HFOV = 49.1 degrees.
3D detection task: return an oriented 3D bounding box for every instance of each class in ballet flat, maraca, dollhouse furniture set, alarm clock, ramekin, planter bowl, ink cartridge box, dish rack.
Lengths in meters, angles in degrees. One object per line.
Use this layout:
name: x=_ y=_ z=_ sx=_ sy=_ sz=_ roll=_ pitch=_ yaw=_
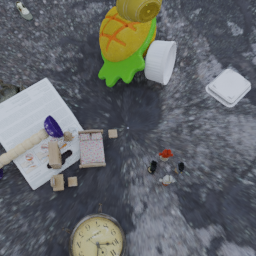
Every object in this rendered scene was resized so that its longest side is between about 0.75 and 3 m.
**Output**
ballet flat: x=-3.700 y=-4.154 z=9.882 sx=0.307 sy=0.290 sz=0.910 roll=-35 pitch=67 yaw=-17
maraca: x=-0.071 y=-2.547 z=8.331 sx=1.950 sy=1.522 sz=2.845 roll=-7 pitch=66 yaw=39
dollhouse furniture set: x=-1.027 y=0.705 z=6.884 sx=1.712 sy=0.836 sz=1.460 roll=-5 pitch=74 yaw=-9
alarm clock: x=-0.550 y=2.679 z=6.045 sx=1.234 sy=0.609 sz=1.829 roll=-29 pitch=64 yaw=-15
ramekin: x=0.945 y=-1.937 z=8.181 sx=0.613 sy=1.258 sz=1.258 roll=16 pitch=63 yaw=16
planter bowl: x=0.381 y=-2.817 z=6.438 sx=1.221 sy=1.221 sz=0.509 roll=-22 pitch=66 yaw=-11
ink cartridge box: x=-2.356 y=0.128 z=7.585 sx=1.950 sy=0.576 sz=2.436 roll=-35 pitch=84 yaw=-17
dish rack: x=3.028 y=-1.260 z=8.361 sx=1.174 sy=0.256 sz=1.007 roll=-40 pitch=68 yaw=-20

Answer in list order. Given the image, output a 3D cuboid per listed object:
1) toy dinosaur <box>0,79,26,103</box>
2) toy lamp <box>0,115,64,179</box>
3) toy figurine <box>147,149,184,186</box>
toy dinosaur: x=-3.494 y=-0.904 z=7.881 sx=0.809 sy=0.609 sz=1.581 roll=26 pitch=50 yaw=35
toy lamp: x=-2.765 y=0.621 z=6.884 sx=2.440 sy=0.710 sz=0.710 roll=-32 pitch=65 yaw=2
toy figurine: x=0.953 y=1.005 z=7.013 sx=0.764 sy=0.540 sz=0.776 roll=42 pitch=68 yaw=14
